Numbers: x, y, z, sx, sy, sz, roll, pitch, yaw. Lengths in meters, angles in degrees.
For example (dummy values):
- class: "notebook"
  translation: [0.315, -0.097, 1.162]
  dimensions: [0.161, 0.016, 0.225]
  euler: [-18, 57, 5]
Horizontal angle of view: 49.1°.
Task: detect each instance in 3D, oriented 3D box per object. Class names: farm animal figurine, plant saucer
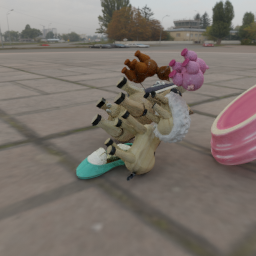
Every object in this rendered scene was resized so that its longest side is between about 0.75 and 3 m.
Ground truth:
- class: "farm animal figurine"
  translation: [0.545, -0.305, 5.606]
  dimensions: [1.458, 2.341, 2.899]
  euler: [33, 6, -24]
- class: "plant saucer"
  translation: [2.469, -0.254, 5.425]
  dimensions: [2.268, 0.575, 2.268]
  euler: [-42, 6, 5]

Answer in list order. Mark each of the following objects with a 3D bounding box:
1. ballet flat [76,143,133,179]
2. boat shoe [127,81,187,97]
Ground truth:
- class: "ballet flat"
  translation: [-0.381, 0.544, 5.286]
  dimensions: [1.334, 0.469, 0.449]
  euler: [-14, 37, -34]
- class: "boat shoe"
  translation: [1.087, -1.408, 9.901]
  dimensions: [2.340, 0.734, 0.850]
  euler: [-17, -21, -9]
